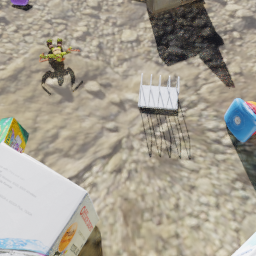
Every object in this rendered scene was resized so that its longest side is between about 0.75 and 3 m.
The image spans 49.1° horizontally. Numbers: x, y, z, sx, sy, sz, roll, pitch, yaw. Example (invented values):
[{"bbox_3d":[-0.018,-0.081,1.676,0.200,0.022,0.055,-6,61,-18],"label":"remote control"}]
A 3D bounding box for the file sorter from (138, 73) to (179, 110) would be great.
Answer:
[{"bbox_3d":[0.806,-0.957,7.223,1.014,0.631,0.703,5,59,3],"label":"file sorter"}]

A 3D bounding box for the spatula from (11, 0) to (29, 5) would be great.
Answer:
[{"bbox_3d":[-3.512,-5.201,10.050,0.665,0.242,2.352,8,57,9],"label":"spatula"}]

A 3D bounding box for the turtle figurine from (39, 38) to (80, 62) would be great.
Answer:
[{"bbox_3d":[-2.011,-2.226,8.150,1.183,0.381,0.954,-18,53,-3],"label":"turtle figurine"}]

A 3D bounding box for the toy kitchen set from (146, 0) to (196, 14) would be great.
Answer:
[{"bbox_3d":[1.225,-5.555,9.275,2.140,1.936,2.372,-24,61,-14],"label":"toy kitchen set"}]

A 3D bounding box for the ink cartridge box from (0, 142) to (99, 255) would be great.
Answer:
[{"bbox_3d":[-1.966,1.976,4.675,1.850,1.883,2.557,25,62,15],"label":"ink cartridge box"}]

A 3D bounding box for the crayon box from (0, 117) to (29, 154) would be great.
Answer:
[{"bbox_3d":[-2.541,0.400,5.946,0.324,0.661,1.112,-7,52,14],"label":"crayon box"}]

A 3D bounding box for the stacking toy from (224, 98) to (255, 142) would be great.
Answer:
[{"bbox_3d":[3.256,-0.313,6.840,1.531,0.840,0.889,-11,55,-21],"label":"stacking toy"}]

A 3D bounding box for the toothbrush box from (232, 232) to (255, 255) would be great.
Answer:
[{"bbox_3d":[2.760,2.034,4.732,2.353,1.723,1.004,-32,62,-19],"label":"toothbrush box"}]
